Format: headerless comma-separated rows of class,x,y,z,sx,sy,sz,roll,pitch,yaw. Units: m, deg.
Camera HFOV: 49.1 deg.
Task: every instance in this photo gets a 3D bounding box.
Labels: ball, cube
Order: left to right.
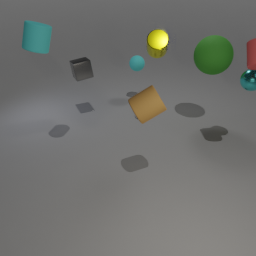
cube,-1.839,-2.336,11.080,0.700,0.700,0.700,-18,30,-16
ball,0.409,-2.930,12.707,0.700,0.700,0.700,0,30,0
ball,3.111,-2.653,10.221,1.400,1.400,1.400,0,30,0
ball,3.919,-1.518,8.863,0.700,0.700,0.700,0,30,0

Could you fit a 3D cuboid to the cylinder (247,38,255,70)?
cylinder,3.604,-2.009,7.601,0.700,0.700,0.700,1,-4,0

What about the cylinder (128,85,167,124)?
cylinder,0.467,-0.567,6.785,0.700,0.700,0.700,-31,30,8

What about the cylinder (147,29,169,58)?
cylinder,0.963,-2.746,9.173,0.700,0.700,0.700,2,-9,4

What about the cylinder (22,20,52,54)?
cylinder,-2.423,-2.415,7.447,0.700,0.700,0.700,13,22,-5
